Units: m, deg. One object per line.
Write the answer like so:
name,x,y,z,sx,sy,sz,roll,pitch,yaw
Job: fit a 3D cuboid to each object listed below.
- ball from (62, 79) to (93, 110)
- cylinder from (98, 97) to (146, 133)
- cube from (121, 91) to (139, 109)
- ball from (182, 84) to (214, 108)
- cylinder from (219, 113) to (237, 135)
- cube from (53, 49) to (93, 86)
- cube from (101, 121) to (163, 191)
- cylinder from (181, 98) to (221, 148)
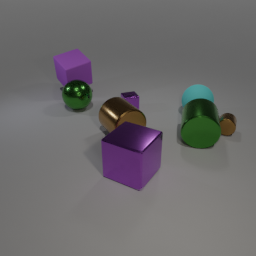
ball,-2.350,-1.544,12.991,1.400,1.400,1.400,0,29,0
cylinder,-0.230,-0.318,10.799,1.400,1.400,1.400,-15,33,-26
cube,0.090,-1.257,13.222,0.700,0.700,0.700,-10,30,-17
ball,3.089,-1.224,12.430,1.400,1.400,1.400,0,29,0
cylinder,3.950,-0.158,11.168,0.700,0.700,0.700,11,28,19
cube,-2.781,-2.943,14.268,1.400,1.400,1.400,-27,53,-25
cube,0.141,0.820,8.757,1.400,1.400,1.400,16,33,27
cylinder,2.698,-0.192,10.466,1.400,1.400,1.400,5,34,10
